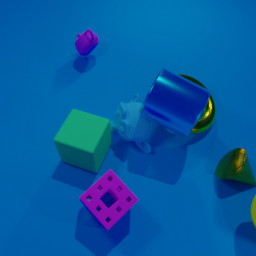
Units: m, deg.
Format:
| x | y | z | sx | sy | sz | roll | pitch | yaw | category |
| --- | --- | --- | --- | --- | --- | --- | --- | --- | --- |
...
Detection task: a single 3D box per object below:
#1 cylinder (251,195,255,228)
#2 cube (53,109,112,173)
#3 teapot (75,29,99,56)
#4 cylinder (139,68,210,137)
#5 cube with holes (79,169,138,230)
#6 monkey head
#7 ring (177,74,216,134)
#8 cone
| x | y | z | sx | sy | sz | roll | pitch | yaw | category |
| --- | --- | --- | --- | --- | --- | --- | --- | --- | --- |
| 3.427 | 1.886 | 5.706 | 1.281 | 1.281 | 1.281 | 36 | 53 | -26 | cylinder |
| -1.106 | 0.333 | 7.180 | 1.049 | 1.049 | 1.049 | 17 | 56 | 12 | cube |
| -1.426 | -2.816 | 9.260 | 0.665 | 1.357 | 0.844 | 44 | 61 | -7 | teapot |
| 1.096 | -0.606 | 6.751 | 1.269 | 1.269 | 1.269 | 28 | 59 | 3 | cylinder |
| -0.451 | 1.602 | 6.222 | 0.883 | 0.883 | 0.883 | -41 | 82 | -18 | cube with holes |
| 0.031 | -0.098 | 7.655 | 1.046 | 1.248 | 1.735 | 2 | 69 | -42 | monkey head |
| 1.678 | -0.713 | 7.969 | 1.895 | 0.379 | 1.895 | 10 | 62 | -19 | ring |
| 2.883 | 1.156 | 6.985 | 0.957 | 0.953 | 0.953 | 40 | 60 | -10 | cone |
